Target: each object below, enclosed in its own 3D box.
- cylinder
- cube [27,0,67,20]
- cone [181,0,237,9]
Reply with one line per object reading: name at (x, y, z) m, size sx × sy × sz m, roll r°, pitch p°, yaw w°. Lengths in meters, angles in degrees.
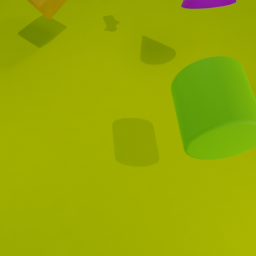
cylinder at (1.313, -0.267, 4.230) m, size 1.155 × 1.155 × 1.155 m, roll -5°, pitch 60°, yaw -3°
cube at (-2.459, -4.050, 8.031) m, size 1.131 × 1.131 × 1.131 m, roll 42°, pitch 93°, yaw -3°
cone at (1.870, -3.570, 6.479) m, size 1.302 × 1.307 × 1.302 m, roll -6°, pitch 30°, yaw 3°
